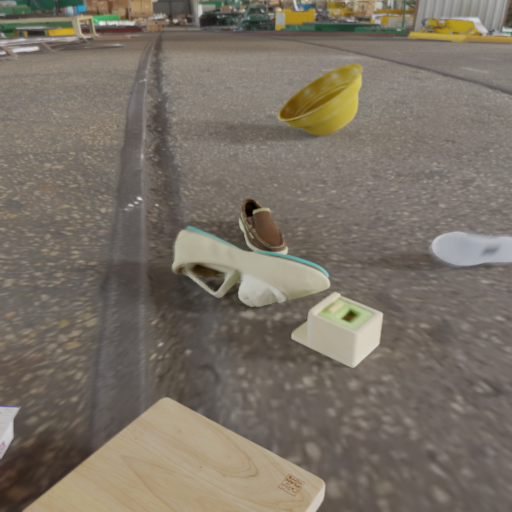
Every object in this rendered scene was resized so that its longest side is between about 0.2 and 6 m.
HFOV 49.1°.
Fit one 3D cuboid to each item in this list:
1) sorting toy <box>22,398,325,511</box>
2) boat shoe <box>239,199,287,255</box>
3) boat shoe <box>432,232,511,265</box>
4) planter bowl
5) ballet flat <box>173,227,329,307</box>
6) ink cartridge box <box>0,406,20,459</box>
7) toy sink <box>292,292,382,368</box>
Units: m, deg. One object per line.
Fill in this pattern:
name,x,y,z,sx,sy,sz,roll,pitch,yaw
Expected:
sorting toy,-0.730,2.404,4.892,1.960,0.682,1.949,18,33,31
boat shoe,0.067,-0.577,10.649,0.674,0.675,1.826,-11,29,-20
boat shoe,3.832,-0.166,9.873,1.636,0.572,0.542,-2,8,-7
planter bowl,2.194,-4.546,17.234,2.894,1.205,2.894,-28,26,15
ballet flat,-0.217,0.320,8.842,2.829,0.983,0.983,17,32,33
ink cartridge box,-3.062,2.117,5.942,0.626,0.245,1.322,1,30,3
toy sink,1.101,0.954,7.786,1.063,0.595,0.693,22,35,36
